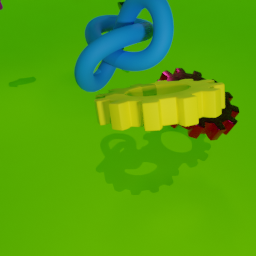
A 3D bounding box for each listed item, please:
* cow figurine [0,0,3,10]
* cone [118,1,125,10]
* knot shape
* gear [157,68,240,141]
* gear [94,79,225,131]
[{"bbox_3d":[-4.129,-3.688,7.723,1.136,1.117,0.623,-18,76,-11],"label":"cow figurine"},{"bbox_3d":[0.246,-4.201,9.713,0.888,0.884,0.884,-34,42,1],"label":"cone"},{"bbox_3d":[-0.182,-1.157,3.999,1.536,0.758,1.641,-50,31,-5],"label":"knot shape"},{"bbox_3d":[1.531,-0.599,6.366,1.962,0.363,1.962,12,46,-12],"label":"gear"},{"bbox_3d":[0.474,-0.430,4.428,1.968,0.364,1.968,-7,16,2],"label":"gear"}]
